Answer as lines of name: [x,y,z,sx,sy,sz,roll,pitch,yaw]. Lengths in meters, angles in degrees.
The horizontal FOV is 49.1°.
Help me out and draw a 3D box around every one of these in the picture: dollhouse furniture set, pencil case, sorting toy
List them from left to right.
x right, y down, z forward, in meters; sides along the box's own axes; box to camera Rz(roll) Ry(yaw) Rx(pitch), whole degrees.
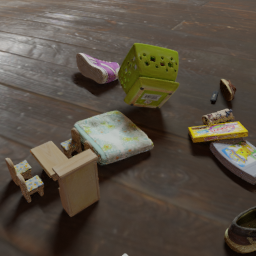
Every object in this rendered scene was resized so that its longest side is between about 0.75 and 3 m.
dollhouse furniture set: [-2.008,1.017,8.176,2.349,1.664,2.557,-26,45,-31]
sorting toy: [1.238,-2.509,12.539,1.537,2.557,1.050,-13,78,-7]
pencil case: [3.499,-0.378,10.951,1.271,0.494,0.568,-16,18,-20]

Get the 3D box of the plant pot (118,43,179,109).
plant pot: [0.846,-1.950,11.298,2.005,1.995,1.819,6,63,-21]

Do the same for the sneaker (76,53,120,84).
sneaker: [-1.438,-3.089,14.271,1.547,0.984,2.714,-23,50,-36]

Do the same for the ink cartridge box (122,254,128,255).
ink cartridge box: [-0.224,3.609,5.929,1.527,0.361,1.222,-25,43,-37]

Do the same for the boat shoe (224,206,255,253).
boat shoe: [3.669,2.330,7.114,2.619,0.861,0.936,-14,40,-18]

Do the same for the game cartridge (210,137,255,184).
game cartridge: [3.763,0.963,9.336,1.321,0.401,1.982,-22,42,-21]

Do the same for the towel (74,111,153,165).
towel: [-0.584,0.257,9.966,2.049,0.576,2.393,-18,41,-27]

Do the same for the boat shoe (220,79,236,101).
boat shoe: [4.641,-1.765,12.731,0.592,0.593,1.644,0,31,2]

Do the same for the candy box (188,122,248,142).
candy box: [3.216,0.134,10.137,1.888,0.249,0.965,-7,25,4]

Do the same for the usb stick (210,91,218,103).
usb stick: [3.891,-1.413,12.601,0.251,0.148,0.906,14,40,17]
